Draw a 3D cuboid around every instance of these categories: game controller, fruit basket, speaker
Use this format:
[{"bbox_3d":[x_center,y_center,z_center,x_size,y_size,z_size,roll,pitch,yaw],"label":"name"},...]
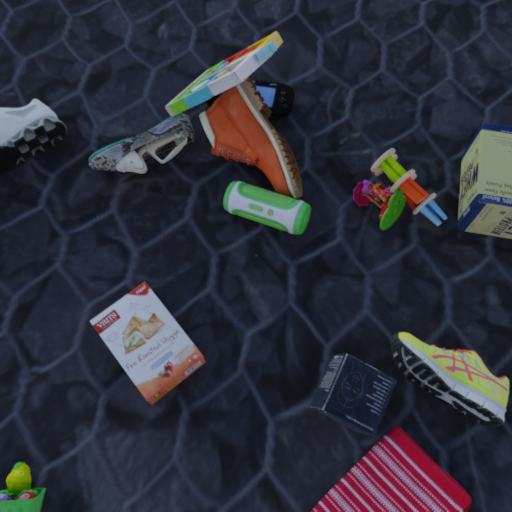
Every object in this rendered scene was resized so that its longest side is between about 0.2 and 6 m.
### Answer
[{"bbox_3d":[-0.127,-3.581,12.632,1.943,0.409,1.014,9,67,3],"label":"game controller"},{"bbox_3d":[-4.025,3.957,9.421,0.907,0.654,0.907,0,85,-1],"label":"fruit basket"},{"bbox_3d":[0.215,-0.975,11.296,1.676,0.741,0.741,19,69,16],"label":"speaker"}]

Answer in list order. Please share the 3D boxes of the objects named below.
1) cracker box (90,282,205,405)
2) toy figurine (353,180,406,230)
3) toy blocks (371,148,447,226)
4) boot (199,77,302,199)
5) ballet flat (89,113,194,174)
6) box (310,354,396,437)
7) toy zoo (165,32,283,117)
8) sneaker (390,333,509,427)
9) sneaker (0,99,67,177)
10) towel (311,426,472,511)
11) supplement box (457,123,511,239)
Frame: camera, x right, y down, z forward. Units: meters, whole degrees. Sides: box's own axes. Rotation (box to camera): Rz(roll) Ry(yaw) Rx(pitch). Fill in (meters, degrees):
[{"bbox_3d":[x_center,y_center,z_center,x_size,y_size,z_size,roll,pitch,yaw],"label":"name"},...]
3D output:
[{"bbox_3d":[-2.008,1.595,10.397,1.262,0.543,1.884,-37,72,-14],"label":"cracker box"},{"bbox_3d":[2.414,-1.198,11.389,0.985,1.070,0.803,38,67,26],"label":"toy figurine"},{"bbox_3d":[3.084,-1.276,11.058,0.607,1.393,1.671,-44,79,14],"label":"toy blocks"},{"bbox_3d":[-0.103,-2.230,11.862,1.524,1.066,2.842,-31,78,12],"label":"boot"},{"bbox_3d":[-2.344,-2.224,11.872,2.365,0.851,0.851,-28,70,-10],"label":"ballet flat"},{"bbox_3d":[1.688,2.411,9.764,1.066,0.661,1.048,30,72,-9],"label":"box"},{"bbox_3d":[-0.545,-3.719,11.323,0.268,2.618,1.717,54,50,-24],"label":"toy zoo"},{"bbox_3d":[3.511,2.026,10.126,2.313,0.904,1.045,35,64,7],"label":"sneaker"},{"bbox_3d":[-5.525,-2.469,11.905,2.689,0.996,1.190,-32,71,-23],"label":"sneaker"},{"bbox_3d":[2.200,4.328,9.414,2.466,0.277,1.783,-40,72,-15],"label":"towel"},{"bbox_3d":[5.196,-1.433,11.280,1.850,1.242,1.848,10,68,4],"label":"supplement box"}]
